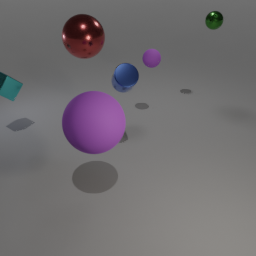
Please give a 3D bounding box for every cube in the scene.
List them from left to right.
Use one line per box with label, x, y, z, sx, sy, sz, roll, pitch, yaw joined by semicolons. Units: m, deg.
cube;-4.194;-1.440;9.561;0.700;0.700;0.700;26;-3;29

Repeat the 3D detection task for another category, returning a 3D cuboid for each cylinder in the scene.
cylinder;-0.095;-1.436;8.091;0.700;0.700;0.700;-6;-4;-10

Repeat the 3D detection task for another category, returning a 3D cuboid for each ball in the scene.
ball;-1.454;-2.984;9.178;1.400;1.400;1.400;0;29;0
ball;-0.753;-0.120;6.232;1.400;1.400;1.400;0;29;0
ball;0.901;-2.645;10.634;0.700;0.700;0.700;0;29;0
ball;3.420;-4.268;11.106;0.700;0.700;0.700;0;29;0
